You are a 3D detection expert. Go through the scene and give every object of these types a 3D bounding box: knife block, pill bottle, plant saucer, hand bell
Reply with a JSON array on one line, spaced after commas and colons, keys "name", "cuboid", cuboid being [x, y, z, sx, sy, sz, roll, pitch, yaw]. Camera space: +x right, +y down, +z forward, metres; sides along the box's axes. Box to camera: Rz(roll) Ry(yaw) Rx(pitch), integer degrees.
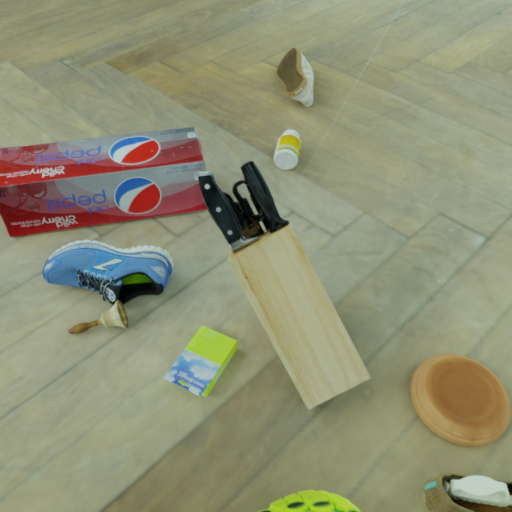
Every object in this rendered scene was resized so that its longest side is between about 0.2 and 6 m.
[{"name": "knife block", "cuboid": [0.287, 0.239, 9.099, 1.166, 3.201, 3.646, -28, 49, 2]}, {"name": "pill bottle", "cuboid": [0.791, -2.645, 13.812, 0.587, 0.587, 1.041, 7, 46, 7]}, {"name": "plant saucer", "cuboid": [3.368, 2.282, 9.169, 1.615, 0.302, 1.615, 2, 49, -3]}, {"name": "hand bell", "cuboid": [-2.929, 1.236, 10.246, 1.042, 0.542, 0.542, -19, 48, -1]}]

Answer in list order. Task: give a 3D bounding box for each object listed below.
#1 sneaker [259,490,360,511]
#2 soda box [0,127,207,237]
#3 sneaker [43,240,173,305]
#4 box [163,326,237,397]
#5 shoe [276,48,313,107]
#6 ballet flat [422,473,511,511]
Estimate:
[{"name": "sneaker", "cuboid": [0.397, 3.802, 7.411, 2.168, 0.906, 0.803, -16, 13, -6]}, {"name": "soda box", "cuboid": [-3.309, -1.652, 12.278, 4.372, 1.386, 1.530, -9, 45, -7]}, {"name": "sneaker", "cuboid": [-2.848, 0.365, 10.653, 2.441, 0.959, 1.088, -1, 43, -1]}, {"name": "box", "cuboid": [-0.938, 1.846, 9.666, 0.763, 0.298, 1.252, 21, 49, 19]}, {"name": "shoe", "cuboid": [1.177, -5.169, 16.246, 0.706, 0.924, 2.644, 34, 33, -31]}, {"name": "ballet flat", "cuboid": [3.472, 3.400, 7.832, 2.165, 0.783, 0.734, 8, 47, 8]}]
